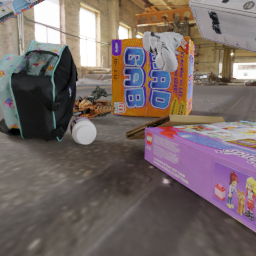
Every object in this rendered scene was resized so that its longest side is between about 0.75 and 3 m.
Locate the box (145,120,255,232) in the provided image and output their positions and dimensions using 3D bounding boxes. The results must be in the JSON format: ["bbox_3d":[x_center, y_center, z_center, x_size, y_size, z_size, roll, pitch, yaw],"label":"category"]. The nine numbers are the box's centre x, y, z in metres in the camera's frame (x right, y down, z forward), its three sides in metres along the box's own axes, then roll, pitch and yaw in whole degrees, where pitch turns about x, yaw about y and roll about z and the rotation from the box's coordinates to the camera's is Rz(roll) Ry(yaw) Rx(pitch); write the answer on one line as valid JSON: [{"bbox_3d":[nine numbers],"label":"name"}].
[{"bbox_3d":[1.651,0.414,3.433,1.955,0.559,2.857,-4,11,-20],"label":"box"}]

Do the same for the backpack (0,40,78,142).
[{"bbox_3d":[-1.812,-0.882,5.904,1.494,1.713,1.948,7,44,5],"label":"backpack"}]

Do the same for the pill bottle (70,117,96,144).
[{"bbox_3d":[-0.903,0.060,5.654,0.483,0.483,0.867,-3,11,-15],"label":"pill bottle"}]

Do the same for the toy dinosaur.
[{"bbox_3d":[-1.181,-0.586,8.851,2.032,1.038,1.379,28,39,30],"label":"toy dinosaur"}]

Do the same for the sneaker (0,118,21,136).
[{"bbox_3d":[-2.234,-0.024,6.450,1.305,0.495,0.592,-15,27,-33],"label":"sneaker"}]

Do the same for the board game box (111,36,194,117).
[{"bbox_3d":[1.002,-1.826,10.215,2.545,2.546,2.544,3,11,16],"label":"board game box"}]

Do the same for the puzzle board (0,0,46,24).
[{"bbox_3d":[-3.012,-3.216,6.089,2.577,0.224,1.942,-17,-32,17],"label":"puzzle board"}]

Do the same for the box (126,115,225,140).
[{"bbox_3d":[0.879,0.005,5.183,1.455,0.155,1.189,2,-17,-37],"label":"box"}]

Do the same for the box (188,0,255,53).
[{"bbox_3d":[2.932,-2.736,7.097,2.550,0.767,1.487,32,-5,39],"label":"box"}]

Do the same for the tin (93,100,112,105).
[{"bbox_3d":[-1.320,-1.219,13.506,1.131,0.237,0.633,2,15,10],"label":"tin"}]

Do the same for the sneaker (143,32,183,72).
[{"bbox_3d":[1.074,-2.017,7.172,0.924,0.604,1.608,-12,46,-19],"label":"sneaker"}]
